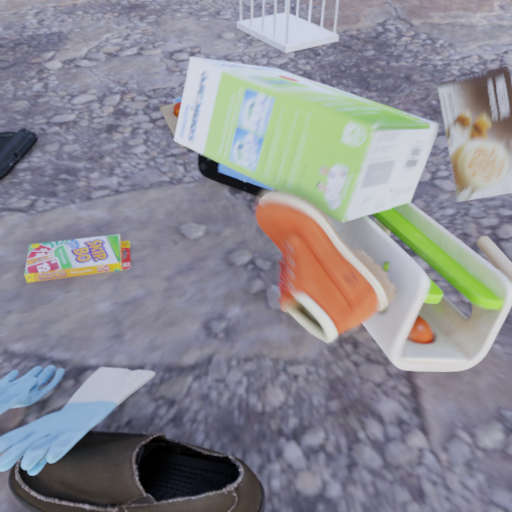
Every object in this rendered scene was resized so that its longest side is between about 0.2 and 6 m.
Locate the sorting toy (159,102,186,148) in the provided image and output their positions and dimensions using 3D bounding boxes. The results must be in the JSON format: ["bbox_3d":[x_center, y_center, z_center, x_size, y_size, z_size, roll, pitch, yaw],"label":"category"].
[{"bbox_3d":[-0.779,-3.130,12.126,2.316,0.310,1.725,-18,47,-14],"label":"sorting toy"}]

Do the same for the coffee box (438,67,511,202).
[{"bbox_3d":[2.844,-1.519,7.034,0.844,1.475,0.588,-8,18,24],"label":"coffee box"}]

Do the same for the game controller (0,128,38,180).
[{"bbox_3d":[-5.024,-1.953,10.951,0.958,0.387,1.837,-8,37,14],"label":"game controller"}]

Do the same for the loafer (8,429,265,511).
[{"bbox_3d":[-1.171,2.054,5.453,2.556,0.912,0.933,3,39,4],"label":"loafer"}]

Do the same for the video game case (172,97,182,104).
[{"bbox_3d":[-0.851,-3.568,13.010,1.634,0.180,1.488,-31,48,-32],"label":"video game case"}]

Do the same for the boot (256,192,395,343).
[{"bbox_3d":[0.463,0.074,5.921,0.986,0.690,1.839,-36,63,-19],"label":"boot"}]

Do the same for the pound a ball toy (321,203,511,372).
[{"bbox_3d":[2.127,0.372,7.154,2.179,1.420,3.342,6,27,-23],"label":"pound a ball toy"}]

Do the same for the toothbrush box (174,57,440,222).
[{"bbox_3d":[0.634,-1.589,7.258,2.719,1.170,1.980,28,27,30],"label":"toothbrush box"}]

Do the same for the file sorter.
[{"bbox_3d":[0.909,-7.397,16.554,1.910,1.714,2.752,-21,43,-25],"label":"file sorter"}]

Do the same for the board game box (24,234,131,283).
[{"bbox_3d":[-2.700,0.018,8.568,1.522,0.228,0.727,-5,40,-11],"label":"board game box"}]

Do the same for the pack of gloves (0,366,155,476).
[{"bbox_3d":[-2.333,1.723,5.867,1.801,0.423,2.144,0,10,16],"label":"pack of gloves"}]

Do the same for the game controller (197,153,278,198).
[{"bbox_3d":[-0.107,-1.618,9.795,2.056,1.072,0.433,21,43,18],"label":"game controller"}]
